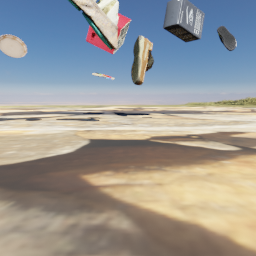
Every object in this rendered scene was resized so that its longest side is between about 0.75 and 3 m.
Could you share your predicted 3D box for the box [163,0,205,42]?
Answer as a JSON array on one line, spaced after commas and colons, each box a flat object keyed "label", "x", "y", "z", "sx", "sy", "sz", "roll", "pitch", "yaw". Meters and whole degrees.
[{"label": "box", "x": 2.033, "y": -3.877, "z": 10.121, "sx": 1.393, "sy": 1.031, "sz": 0.726, "roll": 16, "pitch": -7, "yaw": -39}]

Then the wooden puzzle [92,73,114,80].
[{"label": "wooden puzzle", "x": -0.939, "y": -1.972, "z": 10.576, "sx": 1.054, "sy": 0.123, "sz": 0.711, "roll": 23, "pitch": 14, "yaw": 39}]

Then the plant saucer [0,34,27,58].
[{"label": "plant saucer", "x": -3.315, "y": -2.315, "z": 8.018, "sx": 0.806, "sy": 0.806, "sz": 0.129, "roll": -5, "pitch": -22, "yaw": -41}]

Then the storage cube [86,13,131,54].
[{"label": "storage cube", "x": -0.812, "y": -4.061, "z": 11.685, "sx": 1.293, "sy": 1.230, "sz": 1.439, "roll": 26, "pitch": 41, "yaw": 1}]

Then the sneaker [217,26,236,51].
[{"label": "sneaker", "x": 3.784, "y": -3.364, "z": 10.669, "sx": 0.442, "sy": 1.233, "sz": 0.511, "roll": -22, "pitch": -28, "yaw": 14}]

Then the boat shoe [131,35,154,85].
[{"label": "boat shoe", "x": 0.737, "y": -3.022, "z": 12.488, "sx": 0.914, "sy": 2.476, "sz": 0.937, "roll": 13, "pitch": -24, "yaw": -17}]

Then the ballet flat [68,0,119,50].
[{"label": "ballet flat", "x": -0.807, "y": -2.995, "z": 6.691, "sx": 2.867, "sy": 0.964, "sz": 0.976, "roll": 38, "pitch": 15, "yaw": -53}]
